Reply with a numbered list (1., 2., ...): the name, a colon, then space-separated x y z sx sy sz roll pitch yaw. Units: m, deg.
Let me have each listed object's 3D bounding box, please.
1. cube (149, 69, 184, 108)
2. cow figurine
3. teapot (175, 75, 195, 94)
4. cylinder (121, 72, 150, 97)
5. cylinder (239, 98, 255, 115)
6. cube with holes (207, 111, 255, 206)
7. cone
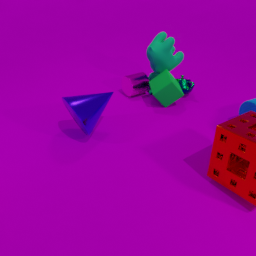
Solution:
1. cube: 1.205 -1.251 8.885 0.726 0.726 0.726 -34 39 21
2. cow figurine: 1.010 -2.066 9.348 1.718 1.746 0.958 -46 53 7
3. teapot: 1.808 -1.503 9.580 0.774 0.609 1.244 -5 16 -32
4. cylinder: 0.254 -1.498 9.567 0.717 0.717 0.717 -19 39 -26
5. cylinder: 3.744 -0.428 7.843 0.870 0.870 0.870 -15 37 -20
6. cube with holes: 2.665 0.578 5.876 1.278 1.278 1.278 -19 34 -33
7. cone: -0.890 -0.630 7.508 1.257 1.252 1.252 -36 45 -13
